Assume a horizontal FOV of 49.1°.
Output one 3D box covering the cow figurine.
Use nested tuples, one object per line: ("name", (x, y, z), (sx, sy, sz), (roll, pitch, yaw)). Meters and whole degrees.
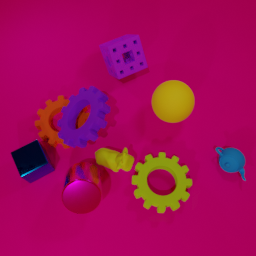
("cow figurine", (-0.401, 0.837, 7.657), (1.128, 1.110, 0.619), (19, 71, 8))

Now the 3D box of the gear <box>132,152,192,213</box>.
("gear", (0.919, 1.477, 7.694), (1.600, 0.296, 1.600), (1, 63, -1))

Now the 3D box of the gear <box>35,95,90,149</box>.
("gear", (-1.984, -0.206, 8.648), (1.662, 0.307, 1.662), (0, 66, 0))

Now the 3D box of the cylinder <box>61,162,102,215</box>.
("cylinder", (-1.181, 1.541, 7.275), (1.003, 1.003, 1.003), (-2, 109, -6))

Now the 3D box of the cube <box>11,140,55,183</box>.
("cube", (-2.657, 0.951, 7.877), (0.799, 0.799, 0.799), (-27, 69, -11))

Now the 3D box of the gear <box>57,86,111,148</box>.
("gear", (-1.273, -0.319, 7.873), (1.760, 0.326, 1.760), (-19, 57, 32))

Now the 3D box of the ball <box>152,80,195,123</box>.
("ball", (1.273, -0.747, 7.942), (1.195, 1.195, 1.195), (0, 66, 0))

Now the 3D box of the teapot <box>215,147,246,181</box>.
("teapot", (2.921, 0.972, 7.891), (1.171, 0.728, 0.573), (47, 40, 12))

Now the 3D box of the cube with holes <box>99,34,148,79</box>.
("cube with holes", (-0.153, -2.251, 8.760), (1.012, 1.012, 1.012), (-25, 25, -12))
